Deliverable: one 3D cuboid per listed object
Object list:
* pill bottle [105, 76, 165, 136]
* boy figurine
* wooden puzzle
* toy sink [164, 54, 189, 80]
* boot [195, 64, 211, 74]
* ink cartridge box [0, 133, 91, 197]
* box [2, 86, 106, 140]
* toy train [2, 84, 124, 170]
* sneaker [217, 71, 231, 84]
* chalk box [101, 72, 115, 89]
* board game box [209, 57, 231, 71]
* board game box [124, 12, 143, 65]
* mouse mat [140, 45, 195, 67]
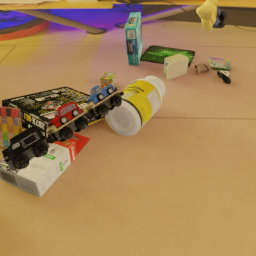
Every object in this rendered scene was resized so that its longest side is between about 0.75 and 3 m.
[{"bbox_3d":[0.379,-0.930,10.249,1.423,1.423,2.540,20,42,23],"label":"pill bottle"},{"bbox_3d":[2.462,-3.373,8.201,0.520,1.003,1.613,19,16,28],"label":"boy figurine"},{"bbox_3d":[-3.924,-0.015,9.029,2.239,1.328,0.157,7,14,30],"label":"wooden puzzle"},{"bbox_3d":[2.142,-2.906,13.234,1.248,0.814,0.699,-24,45,-26],"label":"toy sink"},{"bbox_3d":[3.632,-2.842,13.542,0.706,0.339,0.965,4,39,3],"label":"boot"},{"bbox_3d":[-2.494,0.724,8.751,1.505,0.695,2.762,17,41,20],"label":"ink cartridge box"},{"bbox_3d":[-2.457,-0.646,9.849,2.336,0.722,2.926,24,30,28],"label":"box"},{"bbox_3d":[-1.026,-0.142,4.868,2.462,0.564,0.420,-36,9,-30],"label":"toy train"},{"bbox_3d":[4.563,-2.386,12.907,0.473,0.396,1.069,-9,40,-8],"label":"sneaker"},{"bbox_3d":[-0.878,-2.162,12.538,0.512,0.508,0.820,7,39,7],"label":"chalk box"},{"bbox_3d":[4.551,-3.169,13.899,1.040,0.151,0.700,7,54,2],"label":"board game box"},{"bbox_3d":[0.332,-4.675,14.566,0.584,1.877,2.487,0,38,9],"label":"board game box"},{"bbox_3d":[2.157,-3.912,15.085,2.655,0.100,2.136,13,40,15],"label":"mouse mat"}]
